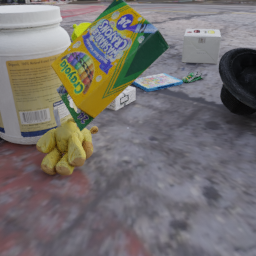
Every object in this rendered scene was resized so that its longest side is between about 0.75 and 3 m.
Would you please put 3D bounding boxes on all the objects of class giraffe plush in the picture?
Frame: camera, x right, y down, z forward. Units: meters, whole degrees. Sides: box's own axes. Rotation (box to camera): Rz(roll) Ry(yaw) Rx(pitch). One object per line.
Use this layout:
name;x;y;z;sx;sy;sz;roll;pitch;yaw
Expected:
giraffe plush;-1.098;0.309;5.613;1.075;1.246;1.010;-3;-8;22

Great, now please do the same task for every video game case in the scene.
video game case;1.015;-1.643;9.975;1.525;0.136;1.091;-16;32;-27

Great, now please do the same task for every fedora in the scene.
fedora;3.269;-1.087;7.550;2.362;1.079;2.362;10;54;-14

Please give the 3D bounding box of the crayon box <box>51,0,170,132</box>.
crayon box;-0.476;-1.086;4.721;2.013;0.519;1.265;-43;54;9

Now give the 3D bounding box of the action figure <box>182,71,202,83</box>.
action figure;2.314;-1.857;10.272;0.998;0.273;0.590;-27;41;-35

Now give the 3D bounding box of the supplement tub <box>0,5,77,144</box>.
supplement tub;-2.258;-1.249;6.403;2.011;2.786;2.011;0;28;0

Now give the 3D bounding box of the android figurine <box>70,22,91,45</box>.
android figurine;-1.300;-3.294;11.284;2.250;0.508;2.472;-29;78;-41

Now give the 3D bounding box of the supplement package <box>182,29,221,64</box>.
supplement package;3.337;-3.762;12.790;1.574;1.210;1.646;6;30;11

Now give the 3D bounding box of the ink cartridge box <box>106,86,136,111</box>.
ink cartridge box;-0.413;-0.897;8.269;0.719;0.420;1.239;20;34;32
